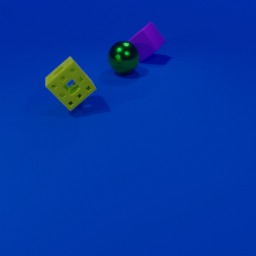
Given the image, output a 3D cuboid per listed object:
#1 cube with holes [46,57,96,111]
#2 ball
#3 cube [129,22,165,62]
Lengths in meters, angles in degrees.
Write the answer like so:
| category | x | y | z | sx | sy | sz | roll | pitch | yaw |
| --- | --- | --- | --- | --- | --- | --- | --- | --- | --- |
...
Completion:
| category | x | y | z | sx | sy | sz | roll | pitch | yaw |
| --- | --- | --- | --- | --- | --- | --- | --- | --- | --- |
| cube with holes | -1.911 | -1.482 | 9.287 | 1.126 | 1.126 | 1.126 | -40 | 28 | 3 |
| ball | -0.178 | -2.994 | 11.902 | 1.388 | 1.388 | 1.388 | 0 | 35 | 0 |
| cube | 0.852 | -4.010 | 13.073 | 1.125 | 1.125 | 1.125 | -27 | 19 | 41 |
